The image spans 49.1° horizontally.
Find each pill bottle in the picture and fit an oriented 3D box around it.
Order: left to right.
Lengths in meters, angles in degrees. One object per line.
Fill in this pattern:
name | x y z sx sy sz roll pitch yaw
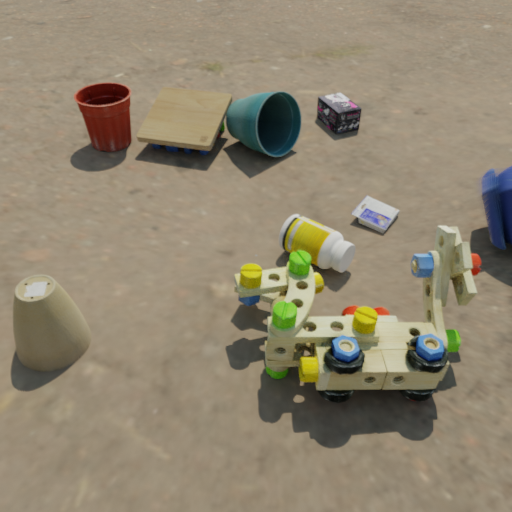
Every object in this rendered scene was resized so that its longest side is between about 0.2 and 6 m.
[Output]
pill bottle | 1.057 -0.196 9.703 1.228 0.690 0.690 27 48 29

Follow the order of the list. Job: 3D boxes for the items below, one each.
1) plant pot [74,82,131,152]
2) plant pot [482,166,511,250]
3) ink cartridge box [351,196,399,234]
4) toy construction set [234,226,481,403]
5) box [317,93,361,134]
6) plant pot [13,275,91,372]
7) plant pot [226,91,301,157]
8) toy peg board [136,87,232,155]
plant pot | -3.381 -3.116 12.756 1.256 1.222 1.256 0 40 0
plant pot | 4.703 -0.905 9.875 1.235 1.373 1.373 -9 22 25
ink cartridge box | 2.291 -0.799 10.804 0.714 0.168 0.706 27 50 22
toy construction set | 1.488 0.808 7.997 3.607 1.662 2.365 -11 40 4
box | 2.019 -3.503 13.693 0.675 0.586 1.021 -16 43 -18
plant pot | -3.046 0.878 8.115 1.093 1.167 1.093 1 40 0
plant pot | 0.063 -3.016 12.639 1.406 1.406 1.322 -33 36 -33
toy peg board | -1.578 -2.963 13.058 1.755 0.858 1.748 9 57 13
